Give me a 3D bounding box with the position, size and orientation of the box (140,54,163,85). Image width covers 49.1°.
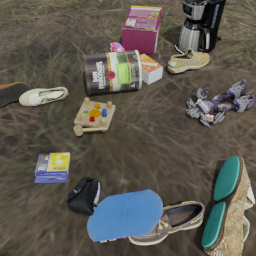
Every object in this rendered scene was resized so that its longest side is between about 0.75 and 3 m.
[{"bbox_3d":[0.732,-2.401,11.359,0.743,0.582,1.194,-29,53,-24],"label":"box"}]

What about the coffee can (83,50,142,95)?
[{"bbox_3d":[-0.591,-2.083,10.444,2.001,1.465,1.465,-7,47,-7],"label":"coffee can"}]

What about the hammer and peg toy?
[{"bbox_3d":[-1.131,-0.270,9.362,1.207,0.579,1.641,9,47,6],"label":"hammer and peg toy"}]

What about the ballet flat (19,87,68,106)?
[{"bbox_3d":[-3.029,-1.143,10.112,1.755,0.610,0.610,-16,49,-14],"label":"ballet flat"}]

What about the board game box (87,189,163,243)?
[{"bbox_3d":[-0.030,2.245,6.949,1.940,0.378,1.532,-13,24,13],"label":"board game box"}]

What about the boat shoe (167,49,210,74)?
[{"bbox_3d":[2.608,-2.892,11.613,2.139,0.815,0.767,-23,47,-28],"label":"boat shoe"}]

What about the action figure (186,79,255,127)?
[{"bbox_3d":[3.132,-0.864,9.771,2.423,0.840,1.576,-18,57,-11],"label":"action figure"}]

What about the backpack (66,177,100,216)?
[{"bbox_3d":[-1.121,1.777,7.394,0.804,0.610,0.964,18,46,1],"label":"backpack"}]

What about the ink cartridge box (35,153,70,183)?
[{"bbox_3d":[-2.222,1.154,8.263,0.931,0.222,0.943,-2,45,-2],"label":"ink cartridge box"}]

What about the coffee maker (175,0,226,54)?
[{"bbox_3d":[3.252,-4.697,12.223,1.675,2.486,2.388,28,53,23],"label":"coffee maker"}]

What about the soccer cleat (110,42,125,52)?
[{"bbox_3d":[-0.351,-3.297,12.291,0.603,0.526,1.576,-9,44,-14],"label":"soccer cleat"}]

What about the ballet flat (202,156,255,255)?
[{"bbox_3d":[2.664,2.010,7.117,0.951,1.027,2.914,35,54,-3],"label":"ballet flat"}]

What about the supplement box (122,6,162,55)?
[{"bbox_3d":[0.684,-4.563,12.968,1.539,1.213,2.351,8,47,8],"label":"supplement box"}]

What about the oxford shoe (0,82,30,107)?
[{"bbox_3d":[-4.733,-1.186,10.263,2.209,0.788,0.787,-15,22,-16],"label":"oxford shoe"}]

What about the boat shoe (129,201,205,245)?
[{"bbox_3d":[0.959,2.296,6.905,1.994,0.594,0.716,-12,48,-11],"label":"boat shoe"}]
